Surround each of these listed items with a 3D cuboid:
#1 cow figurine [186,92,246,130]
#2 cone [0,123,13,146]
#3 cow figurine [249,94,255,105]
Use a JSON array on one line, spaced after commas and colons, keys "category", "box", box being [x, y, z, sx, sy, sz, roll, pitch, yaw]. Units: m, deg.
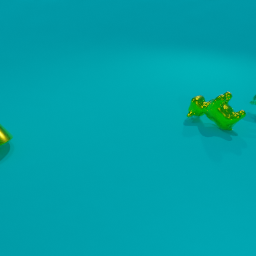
[{"category": "cow figurine", "box": [2.285, -0.408, 7.534, 0.727, 1.303, 1.324, -24, 74, -42]}, {"category": "cone", "box": [-3.450, -0.243, 6.216, 1.356, 1.361, 1.356, -11, 16, 3]}, {"category": "cow figurine", "box": [3.888, -1.193, 7.933, 1.098, 1.116, 0.612, -24, 6, 17]}]
